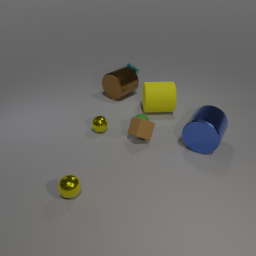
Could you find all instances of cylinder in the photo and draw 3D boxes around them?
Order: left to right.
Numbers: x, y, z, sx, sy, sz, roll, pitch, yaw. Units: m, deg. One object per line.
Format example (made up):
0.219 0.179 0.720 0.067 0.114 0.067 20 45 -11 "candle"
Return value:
-0.397 -2.352 14.609 1.400 1.400 1.400 25 40 35 "cylinder"
1.441 -1.448 13.120 1.400 1.400 1.400 -2 31 -3 "cylinder"
2.947 0.033 10.671 1.400 1.400 1.400 16 34 24 "cylinder"

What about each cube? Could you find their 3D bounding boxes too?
0.193 -3.317 16.478 0.700 0.700 0.700 34 16 6 "cube"
0.514 0.015 10.977 0.700 0.700 0.700 17 -1 -32 "cube"

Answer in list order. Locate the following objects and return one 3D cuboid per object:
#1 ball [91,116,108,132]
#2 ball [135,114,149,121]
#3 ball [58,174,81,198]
-1.182 -0.170 11.707 0.700 0.700 0.700 0 31 0 "ball"
0.559 -0.249 11.846 0.700 0.700 0.700 0 31 0 "ball"
-1.767 1.754 8.457 0.700 0.700 0.700 0 31 0 "ball"
